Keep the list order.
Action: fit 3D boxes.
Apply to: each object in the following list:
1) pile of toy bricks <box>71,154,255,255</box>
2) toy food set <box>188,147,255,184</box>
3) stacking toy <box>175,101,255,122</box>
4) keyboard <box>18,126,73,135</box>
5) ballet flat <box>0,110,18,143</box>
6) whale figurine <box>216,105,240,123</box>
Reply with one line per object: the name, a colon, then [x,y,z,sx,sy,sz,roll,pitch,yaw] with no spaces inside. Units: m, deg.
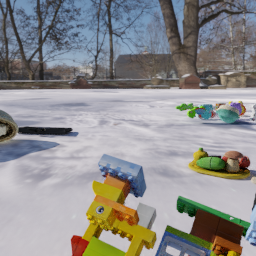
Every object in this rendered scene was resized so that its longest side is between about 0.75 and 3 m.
pile of toy bricks: [0.360,0.823,1.382,1.769,0.981,0.873,15,54,22]
toy food set: [1.466,0.482,4.229,1.124,0.367,0.661,7,12,36]
stacking toy: [3.246,-0.581,10.072,2.741,0.644,2.067,-2,8,0]
keyboard: [-2.247,0.069,7.324,1.410,0.181,0.847,1,3,10]
ballet flat: [-3.583,0.011,5.523,2.825,0.953,0.881,-10,24,-43]
whale figurine: [3.318,-0.395,9.399,0.810,0.528,1.018,19,-9,12]
